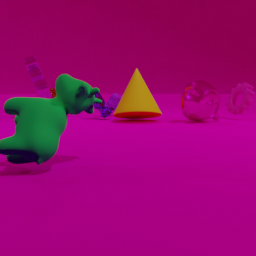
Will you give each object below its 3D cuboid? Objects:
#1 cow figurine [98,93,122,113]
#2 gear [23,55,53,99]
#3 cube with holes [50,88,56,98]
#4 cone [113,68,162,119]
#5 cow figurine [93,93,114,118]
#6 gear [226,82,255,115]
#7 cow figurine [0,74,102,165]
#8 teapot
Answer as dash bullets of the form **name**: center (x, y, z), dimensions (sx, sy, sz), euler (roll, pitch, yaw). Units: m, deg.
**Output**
- **cow figurine**: center (-0.654, -0.868, 10.165), dimensions (0.928, 0.943, 0.517), euler (14, 15, -45)
- **gear**: center (-2.880, -1.369, 9.413), dimensions (0.378, 2.046, 2.046), euler (-24, 13, -11)
- **cube with holes**: center (-2.938, -1.064, 11.086), dimensions (0.711, 0.711, 0.711), euler (39, 28, 19)
- **cone**: center (0.278, -1.105, 8.542), dimensions (1.471, 1.477, 1.471), euler (-1, -6, 0)
- **cow figurine**: center (-0.896, -0.777, 9.080), dimensions (0.507, 0.924, 0.909), euler (-36, 33, -15)
- **gear**: center (3.626, -0.946, 9.090), dimensions (0.194, 1.051, 1.051), euler (18, 1, -19)
- **cow figurine**: center (-0.862, -0.099, 3.263), dimensions (1.086, 1.104, 0.606), euler (-3, -28, 2)
- **teapot**: center (2.123, -0.777, 8.074), dimensions (1.952, 1.214, 0.956), euler (40, -7, -38)
